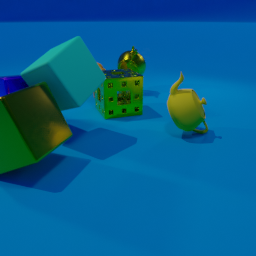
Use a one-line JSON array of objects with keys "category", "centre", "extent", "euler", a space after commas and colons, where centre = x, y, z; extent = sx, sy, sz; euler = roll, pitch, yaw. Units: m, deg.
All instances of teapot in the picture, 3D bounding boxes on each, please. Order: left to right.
[{"category": "teapot", "centre": [-1.006, -1.635, 9.288], "extent": [0.650, 1.328, 0.826], "euler": [4, 11, 12]}, {"category": "teapot", "centre": [0.088, -2.184, 9.814], "extent": [1.054, 1.695, 0.830], "euler": [21, 41, 7]}, {"category": "teapot", "centre": [1.392, -0.507, 6.467], "extent": [0.803, 1.639, 1.019], "euler": [-24, 22, 26]}]

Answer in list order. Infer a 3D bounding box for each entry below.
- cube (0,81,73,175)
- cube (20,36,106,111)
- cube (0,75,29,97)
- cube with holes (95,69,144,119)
[{"category": "cube", "centre": [-1.949, 0.002, 5.035], "extent": [1.160, 1.160, 1.160], "euler": [-19, 13, 26]}, {"category": "cube", "centre": [-1.351, -1.103, 5.966], "extent": [1.070, 1.070, 1.070], "euler": [-6, 37, 42]}, {"category": "cube", "centre": [-2.466, -0.621, 6.618], "extent": [1.230, 1.230, 1.230], "euler": [9, 19, 43]}, {"category": "cube with holes", "centre": [-0.291, -1.016, 8.041], "extent": [1.118, 1.118, 1.118], "euler": [-8, 24, -18]}]
